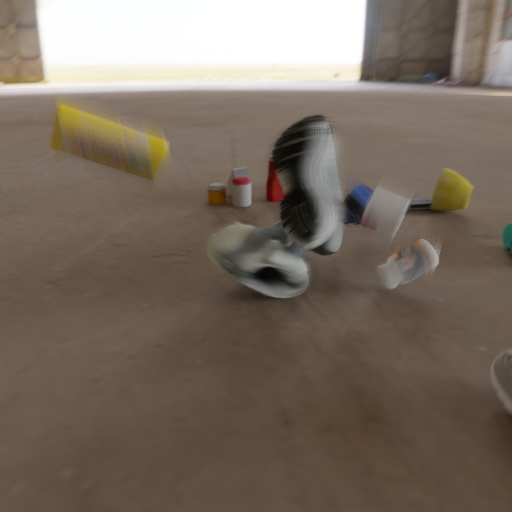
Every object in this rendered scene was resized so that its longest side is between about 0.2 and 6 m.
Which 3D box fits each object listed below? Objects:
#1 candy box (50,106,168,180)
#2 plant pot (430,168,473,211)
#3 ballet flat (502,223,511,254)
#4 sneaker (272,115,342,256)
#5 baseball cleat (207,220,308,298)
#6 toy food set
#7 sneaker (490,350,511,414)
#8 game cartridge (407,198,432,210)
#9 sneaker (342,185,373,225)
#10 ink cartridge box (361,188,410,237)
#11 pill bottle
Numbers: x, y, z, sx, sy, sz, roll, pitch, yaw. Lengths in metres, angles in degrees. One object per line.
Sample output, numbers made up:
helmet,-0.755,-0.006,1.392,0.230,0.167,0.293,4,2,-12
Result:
candy box,-2.473,-1.861,9.393,1.807,0.924,0.239,16,56,-19
plant pot,4.818,-1.520,13.680,0.762,1.074,1.074,22,28,23
ballet flat,5.234,-0.209,11.018,0.547,0.547,1.546,5,21,12
sneaker,0.945,-1.221,9.563,1.001,2.708,1.073,-15,-30,28
baseball cleat,0.554,0.025,9.925,3.103,1.082,1.651,-15,49,-45
toy food set,0.047,-2.177,14.887,2.849,1.282,1.360,-15,26,-34
sneaker,3.423,1.511,5.819,0.866,0.950,2.316,-7,22,-17
game cartridge,4.088,-1.322,14.166,0.879,0.180,0.585,-4,22,1
sneaker,2.220,-1.056,11.956,0.650,0.722,1.854,42,21,18
ink cartridge box,2.153,-0.718,9.428,0.629,0.365,0.853,22,-17,11
pill bottle,2.555,0.152,9.483,0.921,0.536,0.536,-30,26,-4
